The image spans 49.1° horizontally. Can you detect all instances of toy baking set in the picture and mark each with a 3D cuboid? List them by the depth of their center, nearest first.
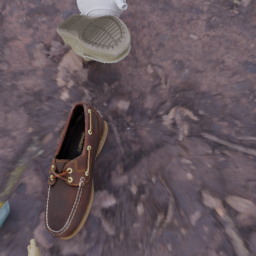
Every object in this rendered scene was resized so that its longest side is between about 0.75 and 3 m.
[{"bbox_3d":[-1.678,2.841,5.105,0.175,1.156,1.506,-2,22,-24],"label":"toy baking set"}]

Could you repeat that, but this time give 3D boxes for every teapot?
[{"bbox_3d":[-0.791,-3.489,8.127,1.536,1.556,1.136,-1,84,0],"label":"teapot"}]

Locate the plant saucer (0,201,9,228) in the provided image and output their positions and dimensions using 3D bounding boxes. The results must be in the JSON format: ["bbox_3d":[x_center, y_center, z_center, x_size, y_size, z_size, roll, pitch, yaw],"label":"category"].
[{"bbox_3d":[-2.699,1.962,5.862,0.169,0.876,0.876,31,65,-9],"label":"plant saucer"}]

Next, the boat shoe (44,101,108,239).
[{"bbox_3d":[-1.258,0.841,6.141,1.037,1.036,2.946,1,66,20],"label":"boat shoe"}]

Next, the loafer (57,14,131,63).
[{"bbox_3d":[-0.820,-2.298,7.406,1.112,1.004,2.939,-44,45,-8],"label":"loafer"}]
